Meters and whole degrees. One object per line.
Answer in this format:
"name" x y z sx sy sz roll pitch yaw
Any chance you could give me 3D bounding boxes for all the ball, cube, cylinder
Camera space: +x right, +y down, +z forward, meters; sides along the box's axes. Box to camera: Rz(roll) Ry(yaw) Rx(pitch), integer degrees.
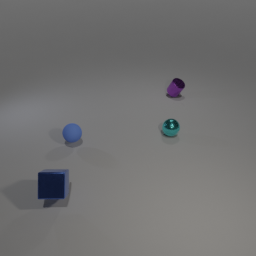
"ball" -2.027 0.177 10.178 0.700 0.700 0.700 0 30 0
"cube" -1.999 1.502 7.567 0.700 0.700 0.700 0 -2 -3
"ball" 1.682 -0.020 10.948 0.700 0.700 0.700 0 30 0
"cylinder" 2.417 -2.042 14.157 0.700 0.700 0.700 11 54 -16
